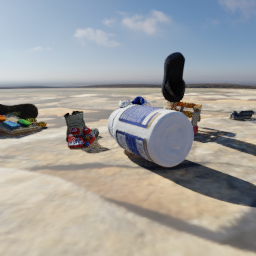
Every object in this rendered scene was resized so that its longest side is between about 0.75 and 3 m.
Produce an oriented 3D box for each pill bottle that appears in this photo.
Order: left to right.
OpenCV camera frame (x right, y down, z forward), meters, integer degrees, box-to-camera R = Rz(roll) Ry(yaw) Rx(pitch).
[{"bbox_3d":[0.433,0.087,7.215,1.300,1.300,2.343,-6,13,-31],"label":"pill bottle"}]

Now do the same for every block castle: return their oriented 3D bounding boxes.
[{"bbox_3d":[2.084,-0.392,10.819,1.418,0.995,2.121,12,18,14],"label":"block castle"}]

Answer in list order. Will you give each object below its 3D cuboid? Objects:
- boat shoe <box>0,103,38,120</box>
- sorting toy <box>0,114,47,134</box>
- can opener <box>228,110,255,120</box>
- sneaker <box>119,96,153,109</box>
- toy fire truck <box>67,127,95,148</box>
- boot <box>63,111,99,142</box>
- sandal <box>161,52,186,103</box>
[{"bbox_3d":[-5.292,-0.464,11.704,2.858,1.024,1.088,0,-12,-37],"label":"boat shoe"},{"bbox_3d":[-4.215,-0.263,10.751,1.630,0.293,2.188,20,13,17],"label":"sorting toy"},{"bbox_3d":[5.573,-0.598,13.706,1.562,0.411,0.519,-7,48,-28],"label":"can opener"},{"bbox_3d":[0.735,-0.634,11.168,1.104,1.293,2.934,6,10,37],"label":"sneaker"},{"bbox_3d":[-1.388,0.353,8.386,0.820,0.460,0.689,-2,35,-9],"label":"toy fire truck"},{"bbox_3d":[-1.484,-0.122,9.266,0.496,0.956,1.464,7,13,35],"label":"boot"},{"bbox_3d":[1.667,-1.615,10.033,0.924,0.520,2.430,-24,-33,-2],"label":"sandal"}]
